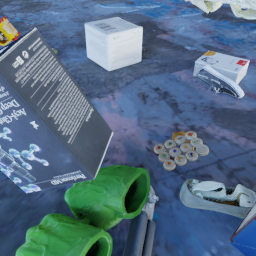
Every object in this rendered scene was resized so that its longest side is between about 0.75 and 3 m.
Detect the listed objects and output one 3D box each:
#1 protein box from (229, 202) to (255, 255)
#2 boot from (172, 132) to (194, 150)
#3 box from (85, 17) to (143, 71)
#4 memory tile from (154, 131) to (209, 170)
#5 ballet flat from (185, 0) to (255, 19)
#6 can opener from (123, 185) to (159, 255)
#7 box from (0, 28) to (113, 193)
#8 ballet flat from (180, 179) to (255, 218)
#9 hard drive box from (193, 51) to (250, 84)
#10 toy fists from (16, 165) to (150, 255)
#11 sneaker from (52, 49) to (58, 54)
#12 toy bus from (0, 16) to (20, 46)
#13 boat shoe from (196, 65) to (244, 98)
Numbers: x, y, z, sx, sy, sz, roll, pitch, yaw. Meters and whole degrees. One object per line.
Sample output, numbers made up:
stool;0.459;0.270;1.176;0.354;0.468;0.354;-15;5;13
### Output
protein box;3.408;1.711;4.791;2.147;1.459;2.162;39;51;23
boot;1.525;0.379;7.870;0.560;0.275;0.782;-6;35;3
box;-0.604;-3.617;11.933;1.816;1.556;1.807;-23;43;-29
memory tile;1.395;0.574;7.437;1.267;0.106;0.971;-23;42;-4
ballet flat;1.487;-2.094;4.264;0.907;0.907;2.527;-26;41;-29
can opener;0.204;1.985;5.637;0.732;0.579;2.201;-26;28;26
box;-1.390;-0.118;4.001;1.427;1.923;1.029;-17;35;29
ballet flat;2.182;1.499;6.045;2.073;0.660;0.699;6;36;7
hard drive box;3.668;-2.359;11.052;1.714;0.658;1.336;23;44;27
toy fists;-0.771;1.759;5.248;1.508;1.017;2.959;1;34;33
sneaker;-3.663;-3.338;12.647;0.955;0.320;0.429;-2;49;-7
toy bus;-3.423;-2.580;7.656;0.638;1.234;1.165;-36;74;4
boat shoe;3.253;-1.552;10.085;0.635;0.672;1.872;-44;63;-2
